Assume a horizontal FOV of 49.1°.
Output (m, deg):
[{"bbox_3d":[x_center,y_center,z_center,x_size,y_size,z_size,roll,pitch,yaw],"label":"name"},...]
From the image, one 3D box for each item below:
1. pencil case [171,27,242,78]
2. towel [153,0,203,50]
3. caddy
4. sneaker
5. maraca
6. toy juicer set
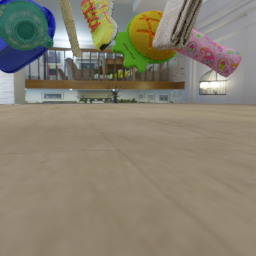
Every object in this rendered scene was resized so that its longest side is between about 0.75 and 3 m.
[{"bbox_3d":[2.432,-2.480,8.873,2.237,0.978,0.978,28,5,-4],"label":"pencil case"},{"bbox_3d":[1.217,-2.903,6.974,0.498,1.916,2.891,19,12,-8],"label":"towel"},{"bbox_3d":[-2.589,-2.138,6.535,1.970,1.393,1.034,-23,-21,21],"label":"caddy"},{"bbox_3d":[-0.862,-2.883,7.291,0.788,2.017,0.911,-30,-34,34],"label":"sneaker"},{"bbox_3d":[0.713,-3.104,9.963,2.922,2.003,1.563,-38,-3,-28],"label":"maraca"},{"bbox_3d":[-1.845,-2.047,5.001,2.190,1.393,0.596,-3,33,-28],"label":"toy juicer set"}]
